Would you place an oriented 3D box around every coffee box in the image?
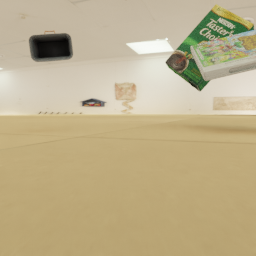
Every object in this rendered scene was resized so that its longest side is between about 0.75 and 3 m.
[{"bbox_3d":[2.707,-2.720,9.449,1.624,2.640,0.581,46,6,28],"label":"coffee box"}]

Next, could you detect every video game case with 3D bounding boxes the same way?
[{"bbox_3d":[2.957,-2.059,7.492,2.248,0.272,2.469,-12,29,11],"label":"video game case"}]

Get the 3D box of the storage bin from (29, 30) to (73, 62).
[{"bbox_3d":[-2.149,-2.310,7.958,1.139,0.829,0.765,-7,12,-8],"label":"storage bin"}]
